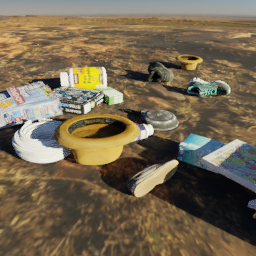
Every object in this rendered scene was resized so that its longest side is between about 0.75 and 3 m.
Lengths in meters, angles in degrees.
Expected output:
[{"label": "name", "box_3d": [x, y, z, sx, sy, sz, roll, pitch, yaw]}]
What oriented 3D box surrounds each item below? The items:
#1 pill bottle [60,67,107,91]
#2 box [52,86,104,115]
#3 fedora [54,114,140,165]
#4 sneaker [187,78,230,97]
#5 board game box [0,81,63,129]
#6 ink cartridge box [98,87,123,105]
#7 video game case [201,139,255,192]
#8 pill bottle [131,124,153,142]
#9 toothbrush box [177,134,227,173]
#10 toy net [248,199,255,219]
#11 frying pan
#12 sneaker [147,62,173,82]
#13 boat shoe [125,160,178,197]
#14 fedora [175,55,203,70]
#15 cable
[{"label": "pill bottle", "box_3d": [-2.287, -2.468, 14.405, 2.268, 1.239, 1.239, -6, 26, -11]}, {"label": "box", "box_3d": [-2.564, -1.311, 12.789, 2.380, 0.547, 1.892, 10, 27, 19]}, {"label": "fedora", "box_3d": [-0.929, 0.404, 8.617, 2.658, 1.084, 2.658, 2, 23, -1]}, {"label": "sneaker", "box_3d": [3.905, -1.853, 13.885, 2.171, 0.842, 0.990, 13, 42, 35]}, {"label": "board game box", "box_3d": [-4.327, -0.993, 11.209, 2.542, 0.784, 2.543, -24, 42, -24]}, {"label": "ink cartridge box", "box_3d": [-0.884, -1.575, 13.500, 0.727, 0.415, 1.401, -14, 29, -27]}, {"label": "video game case", "box_3d": [3.093, 0.918, 7.227, 1.587, 0.200, 1.744, -21, 33, -32]}, {"label": "pill bottle", "box_3d": [0.403, 0.144, 9.819, 0.922, 0.512, 0.512, -13, 29, -27]}, {"label": "toothbrush box", "box_3d": [2.307, 0.734, 8.528, 1.298, 0.554, 0.950, 16, 30, 30]}, {"label": "toy net", "box_3d": [3.144, 1.959, 6.369, 0.605, 0.223, 1.154, 1, 25, 2]}, {"label": "frying pan", "box_3d": [1.011, -0.570, 11.528, 1.541, 0.415, 2.547, -12, 31, -25]}, {"label": "sneaker", "box_3d": [1.536, -3.322, 16.596, 1.327, 0.886, 2.317, -5, 31, -26]}, {"label": "boat shoe", "box_3d": [0.659, 1.224, 7.486, 1.687, 0.607, 0.547, -27, 41, -33]}, {"label": "fedora", "box_3d": [4.077, -4.391, 18.950, 1.920, 0.783, 1.920, 1, 28, -1]}, {"label": "cable", "box_3d": [-2.681, 0.400, 9.084, 2.019, 0.699, 2.019, 8, 27, 13]}]
